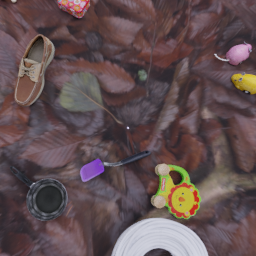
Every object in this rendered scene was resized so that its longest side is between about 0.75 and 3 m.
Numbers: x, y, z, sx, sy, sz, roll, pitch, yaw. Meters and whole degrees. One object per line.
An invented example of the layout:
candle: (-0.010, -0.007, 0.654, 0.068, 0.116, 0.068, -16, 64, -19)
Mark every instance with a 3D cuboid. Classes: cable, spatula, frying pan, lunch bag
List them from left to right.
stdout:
frying pan: (-2.744, 1.987, 8.293, 1.985, 0.323, 1.201, 17, 78, 5)
lunch bag: (-1.812, -4.321, 9.576, 0.981, 0.402, 0.864, 28, 75, 5)
spatula: (-0.347, 1.039, 8.407, 2.223, 0.228, 0.628, -15, 37, -14)
cable: (0.840, 3.822, 7.607, 2.673, 0.925, 2.672, -6, 77, -2)

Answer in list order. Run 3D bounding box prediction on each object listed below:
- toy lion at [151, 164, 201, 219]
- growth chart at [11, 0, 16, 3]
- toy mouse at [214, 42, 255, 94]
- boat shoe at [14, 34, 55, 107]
toy lion: (1.460, 1.879, 8.277, 1.422, 0.509, 1.483, 9, 78, -5)
growth chart: (-4.574, -5.544, 9.903, 2.414, 0.214, 1.747, 31, 81, 6)
toy mouse: (4.120, -2.212, 9.078, 2.409, 0.466, 2.141, 32, 80, 6)
boat shoe: (-3.059, -1.856, 8.805, 0.902, 0.855, 2.382, 13, 79, 3)
